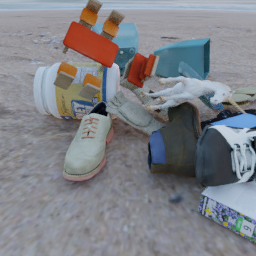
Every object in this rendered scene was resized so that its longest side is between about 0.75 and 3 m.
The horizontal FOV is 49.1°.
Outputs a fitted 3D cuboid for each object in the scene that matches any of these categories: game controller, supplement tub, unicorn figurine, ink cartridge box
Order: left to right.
[{"bbox_3d":[-1.470,-1.135,8.616,2.378,1.720,1.720,1,28,3],"label":"supplement tub"},{"bbox_3d":[1.360,-0.811,6.779,1.631,0.877,2.375,-6,11,-22],"label":"unicorn figurine"},{"bbox_3d":[3.123,-0.056,7.789,2.715,0.572,1.417,-14,33,-26],"label":"game controller"},{"bbox_3d":[2.406,1.513,4.897,2.025,0.510,1.104,23,33,35],"label":"ink cartridge box"}]

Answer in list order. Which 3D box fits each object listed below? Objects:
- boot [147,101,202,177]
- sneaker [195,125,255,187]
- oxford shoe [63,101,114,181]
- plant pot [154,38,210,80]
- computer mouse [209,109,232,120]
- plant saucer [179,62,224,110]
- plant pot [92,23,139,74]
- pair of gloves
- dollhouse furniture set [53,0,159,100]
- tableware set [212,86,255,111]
[{"bbox_3d":[1.048,0.100,6.945,1.451,1.119,2.994,-1,30,-7],"label":"boot"},{"bbox_3d":[2.312,0.472,5.247,1.327,1.111,2.998,1,4,41],"label":"sneaker"},{"bbox_3d":[-0.974,0.211,6.819,0.969,1.010,2.737,2,28,4],"label":"oxford shoe"},{"bbox_3d":[2.377,-3.013,12.481,2.259,1.596,1.596,5,28,24],"label":"plant pot"},{"bbox_3d":[2.773,-0.223,8.564,1.290,0.220,0.378,-27,67,-34],"label":"computer mouse"},{"bbox_3d":[2.137,-1.205,8.481,0.263,1.916,1.916,-41,29,8],"label":"plant saucer"},{"bbox_3d":[-0.461,-3.451,12.786,2.089,2.083,2.128,-6,35,-10],"label":"plant pot"},{"bbox_3d":[0.444,-0.604,8.241,1.991,0.410,2.341,32,33,-9],"label":"pair of gloves"},{"bbox_3d":[-0.507,-1.938,7.335,2.343,2.368,1.220,23,-19,-19],"label":"dollhouse furniture set"},{"bbox_3d":[3.920,-1.006,9.701,1.568,0.476,2.373,8,22,42],"label":"tableware set"}]
